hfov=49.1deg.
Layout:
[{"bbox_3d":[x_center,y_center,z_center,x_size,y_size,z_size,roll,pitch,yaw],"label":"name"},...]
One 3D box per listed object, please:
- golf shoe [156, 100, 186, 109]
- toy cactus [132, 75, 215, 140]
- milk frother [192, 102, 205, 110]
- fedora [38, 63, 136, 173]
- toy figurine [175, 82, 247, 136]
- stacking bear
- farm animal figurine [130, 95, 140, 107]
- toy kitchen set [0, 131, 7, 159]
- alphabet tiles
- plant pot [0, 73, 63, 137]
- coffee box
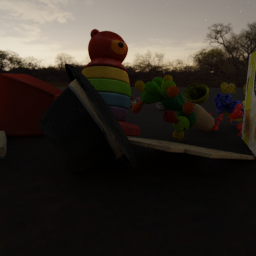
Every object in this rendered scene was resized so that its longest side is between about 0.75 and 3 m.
[{"bbox_3d":[2.208,-1.242,14.283,1.548,0.606,0.753,1,4,-2],"label":"golf shoe"},{"bbox_3d":[1.377,-0.472,7.826,2.367,1.467,2.869,27,13,-22],"label":"toy cactus"},{"bbox_3d":[2.467,-0.540,10.725,0.722,0.693,0.768,7,56,37],"label":"milk frother"},{"bbox_3d":[-0.823,0.028,4.739,1.050,2.299,2.299,-33,17,-8],"label":"fedora"},{"bbox_3d":[3.195,-0.404,9.082,1.757,1.547,2.933,27,-5,-35],"label":"toy figurine"},{"bbox_3d":[-0.564,-1.153,7.064,1.589,2.617,1.488,7,-6,-32],"label":"stacking bear"},{"bbox_3d":[0.159,-1.378,15.324,0.877,0.546,1.086,-24,22,-20],"label":"farm animal figurine"},{"bbox_3d":[-3.117,0.239,6.125,1.014,1.378,1.721,-3,47,-16],"label":"toy kitchen set"},{"bbox_3d":[0.911,0.342,5.138,2.026,0.091,2.423,9,0,41],"label":"alphabet tiles"},{"bbox_3d":[-2.686,-0.566,7.985,1.456,1.652,1.650,13,11,2],"label":"plant pot"},{"bbox_3d":[3.692,-0.554,5.749,2.156,2.153,2.132,3,10,14],"label":"coffee box"}]
